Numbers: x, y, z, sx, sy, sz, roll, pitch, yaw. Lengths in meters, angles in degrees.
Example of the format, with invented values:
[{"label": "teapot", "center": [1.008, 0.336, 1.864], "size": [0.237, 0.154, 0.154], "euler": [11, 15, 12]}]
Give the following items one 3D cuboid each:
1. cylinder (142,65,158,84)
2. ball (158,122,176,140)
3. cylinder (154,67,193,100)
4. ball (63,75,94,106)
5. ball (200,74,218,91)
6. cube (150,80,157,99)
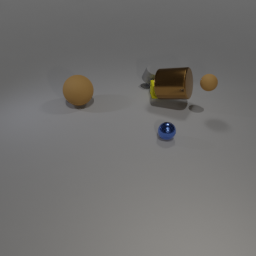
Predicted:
[{"label": "cylinder", "center": [1.155, -2.743, 14.389], "size": [0.700, 0.700, 0.700], "euler": [13, 50, -16]}, {"label": "ball", "center": [1.497, 0.114, 10.768], "size": [0.700, 0.700, 0.700], "euler": [0, 33, 0]}, {"label": "cylinder", "center": [2.056, -1.978, 12.516], "size": [1.400, 1.400, 1.400], "euler": [3, 31, 27]}, {"label": "ball", "center": [-2.281, -1.729, 12.842], "size": [1.400, 1.400, 1.400], "euler": [0, 33, 0]}, {"label": "ball", "center": [3.291, -1.847, 11.392], "size": [0.700, 0.700, 0.700], "euler": [0, 33, 0]}, {"label": "cube", "center": [1.506, -1.934, 13.934], "size": [0.700, 0.700, 0.700], "euler": [-2, 33, -4]}]
